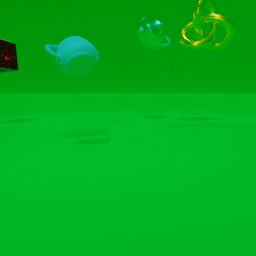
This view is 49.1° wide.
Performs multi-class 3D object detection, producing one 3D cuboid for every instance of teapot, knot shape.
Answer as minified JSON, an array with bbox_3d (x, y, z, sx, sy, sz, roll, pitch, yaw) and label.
[{"bbox_3d":[0.892,-3.596,10.412,0.924,1.886,1.173,-39,-25,-3],"label":"teapot"},{"bbox_3d":[2.581,-3.384,9.661,1.766,1.887,0.872,-33,10,2],"label":"knot shape"},{"bbox_3d":[-1.008,-1.441,5.522,1.309,0.641,0.814,-2,-35,-43],"label":"teapot"}]

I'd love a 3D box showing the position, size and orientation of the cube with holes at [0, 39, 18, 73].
[{"bbox_3d":[-4.458,-2.425,9.524,0.928,0.928,0.928,-4,4,16],"label":"cube with holes"}]
